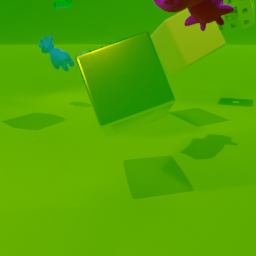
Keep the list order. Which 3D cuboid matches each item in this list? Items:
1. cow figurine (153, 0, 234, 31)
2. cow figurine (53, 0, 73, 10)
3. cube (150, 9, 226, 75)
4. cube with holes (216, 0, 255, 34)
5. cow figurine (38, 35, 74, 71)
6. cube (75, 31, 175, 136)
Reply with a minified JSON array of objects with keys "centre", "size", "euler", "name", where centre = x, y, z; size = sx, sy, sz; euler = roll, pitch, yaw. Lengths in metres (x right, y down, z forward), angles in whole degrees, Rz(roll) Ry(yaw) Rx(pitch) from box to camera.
[{"centre":[1.011,-2.235,4.606],"size":[0.951,1.704,1.732],"euler":[-4,38,40],"name":"cow figurine"},{"centre":[-2.089,-4.242,8.460],"size":[1.357,0.757,1.379],"euler":[-9,-17,34],"name":"cow figurine"},{"centre":[1.603,-2.421,7.746],"size":[1.293,1.293,1.293],"euler":[-31,6,-12],"name":"cube"},{"centre":[3.360,-3.961,9.019],"size":[1.177,1.177,1.177],"euler":[-4,46,29],"name":"cube with holes"},{"centre":[-2.496,-2.589,9.685],"size":[1.174,1.155,0.644],"euler":[22,58,39],"name":"cow figurine"},{"centre":[-0.032,-0.589,4.237],"size":[1.071,1.071,1.071],"euler":[-20,-8,-1],"name":"cube"}]
